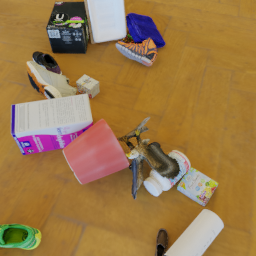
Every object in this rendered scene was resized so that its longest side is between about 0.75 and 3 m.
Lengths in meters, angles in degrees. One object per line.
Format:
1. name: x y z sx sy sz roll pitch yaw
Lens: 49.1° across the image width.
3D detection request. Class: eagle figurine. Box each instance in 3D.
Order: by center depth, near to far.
1. eagle figurine: 0.516 1.088 9.612 1.735 1.744 2.299 -18 68 -28

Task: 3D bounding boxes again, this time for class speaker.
1. speaker: 2.028 3.423 8.493 0.811 0.811 1.997 38 62 25

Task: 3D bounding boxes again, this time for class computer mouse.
1. computer mouse: 0.646 1.038 10.622 0.472 0.274 1.610 37 62 23

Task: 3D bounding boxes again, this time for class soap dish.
1. soap dish: -1.139 -5.807 14.493 1.992 2.532 1.028 -12 35 -8

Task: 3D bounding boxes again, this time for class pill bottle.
1. pill bottle: 1.355 1.592 9.812 1.645 0.895 0.895 -39 62 -25

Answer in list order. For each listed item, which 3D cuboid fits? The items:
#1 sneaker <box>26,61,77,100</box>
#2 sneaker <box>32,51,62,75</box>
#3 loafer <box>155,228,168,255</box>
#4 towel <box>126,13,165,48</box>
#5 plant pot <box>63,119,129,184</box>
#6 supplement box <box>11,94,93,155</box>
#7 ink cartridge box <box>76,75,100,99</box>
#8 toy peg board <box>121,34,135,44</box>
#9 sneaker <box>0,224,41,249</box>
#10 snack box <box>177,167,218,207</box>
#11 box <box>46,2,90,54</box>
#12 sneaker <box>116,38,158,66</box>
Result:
1. sneaker: -3.441 -2.088 12.603 1.338 1.101 2.909 -32 66 -30
2. sneaker: -3.928 -3.318 13.474 0.798 0.923 2.108 -37 61 -24
3. loafer: 1.054 3.596 8.634 0.381 0.370 1.042 7 53 6
4. towel: 0.892 -5.240 14.870 1.783 0.598 2.415 -2 52 -22
5. plant pot: -1.170 0.930 9.810 1.761 1.990 1.990 -30 58 -8
6. supplement box: -2.796 -0.151 10.770 2.873 1.454 1.485 -11 54 -8
7. ink cartridge box: -1.790 -1.867 12.578 0.847 0.615 0.613 31 59 21
8. toy peg board: 0.008 -4.515 14.714 0.778 0.382 0.781 -35 61 -24
9. sneaker: -3.853 3.243 8.529 2.299 0.961 0.852 -3 54 -1
10. snack box: 2.427 2.041 9.802 1.102 0.373 0.930 30 59 22
11. box: -2.991 -5.232 14.530 1.818 1.522 2.448 2 53 1
12. sneaker: 0.510 -3.984 13.835 2.110 0.819 1.182 28 85 7
